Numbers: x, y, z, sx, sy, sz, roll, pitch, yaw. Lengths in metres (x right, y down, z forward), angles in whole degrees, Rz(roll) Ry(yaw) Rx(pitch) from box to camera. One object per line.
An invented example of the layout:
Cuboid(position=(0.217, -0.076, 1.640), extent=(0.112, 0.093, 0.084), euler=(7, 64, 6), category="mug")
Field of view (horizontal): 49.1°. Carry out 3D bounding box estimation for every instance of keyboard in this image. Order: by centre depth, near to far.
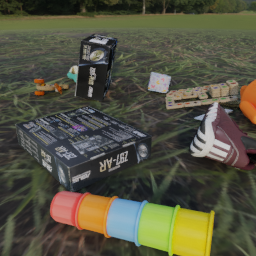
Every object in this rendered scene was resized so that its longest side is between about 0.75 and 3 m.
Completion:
Cuboid(position=(2.850, -0.450, 9.265), extent=(1.530, 0.082, 0.431), euler=(-17, 29, -34), category="keyboard")

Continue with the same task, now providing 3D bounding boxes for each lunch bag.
Cuboid(position=(1.281, -1.851, 11.486), extent=(0.835, 0.708, 0.531), euler=(10, 22, 0), category="lunch bag")

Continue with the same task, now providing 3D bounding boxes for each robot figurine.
Cuboid(position=(4.261, -0.633, 8.075), extent=(1.740, 1.411, 2.419), euler=(20, 14, -24), category="robot figurine")

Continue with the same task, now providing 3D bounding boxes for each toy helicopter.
Cuboid(position=(-2.980, -1.680, 11.482), extent=(1.043, 0.622, 1.577), euler=(9, 14, 31), category="toy helicopter")

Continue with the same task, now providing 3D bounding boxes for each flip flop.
Cuboid(position=(4.422, -1.073, 9.778), extent=(2.662, 0.766, 1.079), euler=(15, 24, 36), category="flip flop")

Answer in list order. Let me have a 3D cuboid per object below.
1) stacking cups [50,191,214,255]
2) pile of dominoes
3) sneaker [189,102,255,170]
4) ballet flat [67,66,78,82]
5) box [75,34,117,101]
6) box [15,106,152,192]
Cuboid(position=(0.016, 1.412, 4.363), extent=(2.508, 0.759, 0.759), euler=(6, 24, 22), category="stacking cups")
Cuboid(position=(2.670, -1.382, 10.466), extent=(2.618, 0.417, 2.040), euler=(-7, 23, 7), category="pile of dominoes")
Cuboid(position=(2.473, 0.299, 6.789), extent=(1.610, 1.054, 2.787), euler=(26, 27, 12), category="sneaker")
Cuboid(position=(-2.422, -2.590, 13.337), extent=(0.664, 0.694, 1.972), euler=(-5, 24, -25), category="ballet flat")
Cuboid(position=(-1.218, -2.515, 11.259), extent=(1.109, 2.109, 2.575), euler=(11, 23, -1), category="box")
Cuboid(position=(-1.148, 0.296, 6.903), extent=(2.227, 0.605, 2.780), euler=(-19, 30, -37), category="box")
